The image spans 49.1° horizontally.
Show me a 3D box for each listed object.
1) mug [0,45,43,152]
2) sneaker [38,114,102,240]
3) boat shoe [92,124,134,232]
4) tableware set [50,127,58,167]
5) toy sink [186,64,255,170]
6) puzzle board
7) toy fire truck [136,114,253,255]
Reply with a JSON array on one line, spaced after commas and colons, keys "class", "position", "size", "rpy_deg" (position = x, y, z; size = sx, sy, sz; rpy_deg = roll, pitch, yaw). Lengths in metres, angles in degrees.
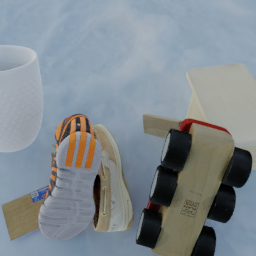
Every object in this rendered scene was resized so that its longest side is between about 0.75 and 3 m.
[{"class": "mug", "position": [-2.964, -0.723, 6.533], "size": [1.753, 2.082, 2.374], "rpy_deg": [-19, 38, -28]}, {"class": "sneaker", "position": [-1.114, 0.924, 5.675], "size": [1.018, 2.624, 1.470], "rpy_deg": [14, 25, -18]}, {"class": "boat shoe", "position": [-0.630, 0.986, 6.051], "size": [0.867, 0.924, 2.507], "rpy_deg": [-1, 54, -29]}, {"class": "tableware set", "position": [-1.331, 0.575, 6.515], "size": [0.217, 0.954, 1.416], "rpy_deg": [-36, 35, 19]}, {"class": "toy sink", "position": [2.311, -0.223, 6.644], "size": [1.532, 1.317, 2.350], "rpy_deg": [-8, 52, -6]}, {"class": "puzzle board", "position": [-2.092, 1.818, 6.091], "size": [1.106, 0.096, 0.833], "rpy_deg": [-22, 59, -16]}, {"class": "toy fire truck", "position": [0.923, 0.821, 5.714], "size": [1.767, 2.417, 2.746], "rpy_deg": [15, 18, 2]}]
